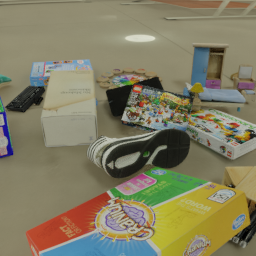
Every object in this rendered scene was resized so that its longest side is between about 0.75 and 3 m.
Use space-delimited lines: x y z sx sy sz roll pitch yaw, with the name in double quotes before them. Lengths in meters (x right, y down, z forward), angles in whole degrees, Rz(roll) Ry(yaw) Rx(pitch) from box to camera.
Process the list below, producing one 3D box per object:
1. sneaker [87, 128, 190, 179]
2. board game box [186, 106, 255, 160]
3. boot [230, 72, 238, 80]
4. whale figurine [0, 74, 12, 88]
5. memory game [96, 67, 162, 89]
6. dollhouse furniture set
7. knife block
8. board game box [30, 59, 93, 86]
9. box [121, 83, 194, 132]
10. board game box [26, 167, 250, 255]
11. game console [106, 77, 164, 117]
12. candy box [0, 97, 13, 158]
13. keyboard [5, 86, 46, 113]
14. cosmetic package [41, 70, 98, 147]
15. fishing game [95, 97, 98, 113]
"sneaker" 0.210 0.398 6.815 2.628 0.992 1.512 -7 15 -36
"board game box" 2.479 0.030 7.794 1.427 0.391 2.260 -19 31 -28
"boot" 4.850 -2.007 11.409 0.906 0.342 1.035 -26 37 -15
"whale figurine" -5.276 -1.720 10.306 1.463 0.954 1.840 22 38 31
"memory game" 0.074 -1.992 11.510 2.710 0.173 2.710 0 31 0
"dollhouse furniture set" 3.145 -1.671 9.020 2.582 1.785 2.735 3 22 7
"knife block" 2.524 1.469 5.406 1.890 0.605 1.659 -1 31 -1
"board game box" -2.772 -2.371 11.850 2.492 0.456 1.885 -7 32 -10
"box" 0.818 -0.467 7.715 1.739 0.328 1.188 15 71 8
"board game box" 0.111 1.599 4.477 2.877 0.580 2.201 -21 14 -31
"game console" 0.251 -0.970 9.355 1.802 1.049 1.585 -16 57 -2
"candy box" -3.503 -0.122 7.371 0.584 1.282 1.517 -13 33 -27
"keyboard" -3.469 -1.062 9.849 0.988 0.211 1.645 11 37 6
"cosmetic package" -1.673 -0.713 8.400 1.447 1.022 2.796 -4 35 -8
"fishing game" -1.534 -0.847 9.615 1.033 0.224 1.443 -12 41 -19
